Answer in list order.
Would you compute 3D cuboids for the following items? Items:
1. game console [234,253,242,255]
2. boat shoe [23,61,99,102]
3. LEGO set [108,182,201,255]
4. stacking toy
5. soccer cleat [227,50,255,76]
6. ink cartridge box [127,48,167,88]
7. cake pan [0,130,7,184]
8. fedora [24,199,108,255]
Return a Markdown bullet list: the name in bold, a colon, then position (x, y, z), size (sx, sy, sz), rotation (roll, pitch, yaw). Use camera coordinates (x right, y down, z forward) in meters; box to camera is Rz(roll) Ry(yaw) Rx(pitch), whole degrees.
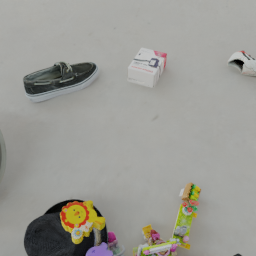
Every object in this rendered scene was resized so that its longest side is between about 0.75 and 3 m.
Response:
- **game console**: position (0.998, 2.499, 4.549), size (0.873, 1.475, 1.259), rotation (34, 56, 15)
- **boat shoe**: position (-2.007, -1.609, 8.715), size (2.503, 0.888, 0.902), rotation (-29, 55, -23)
- **LEGO set**: position (0.802, 1.938, 5.546), size (2.492, 0.928, 1.146), rotation (-28, 57, -22)
- **stacking toy**: position (-0.188, 2.553, 4.359), size (0.600, 1.924, 2.552), rotation (-28, 55, -28)
- **soccer cleat**: position (4.196, -1.966, 9.230), size (0.813, 0.655, 1.910), rotation (-36, 54, -23)
- **ink cartridge box**: position (0.638, -2.020, 9.304), size (0.942, 0.549, 1.302), rotation (17, 51, 14)
- **cake pan**: position (-3.953, 0.606, 6.085), size (2.735, 0.502, 2.735), rotation (0, 90, -3)
- **fedora**: position (-1.263, 2.059, 5.099), size (1.761, 0.804, 1.761), rotation (-12, 64, 25)
